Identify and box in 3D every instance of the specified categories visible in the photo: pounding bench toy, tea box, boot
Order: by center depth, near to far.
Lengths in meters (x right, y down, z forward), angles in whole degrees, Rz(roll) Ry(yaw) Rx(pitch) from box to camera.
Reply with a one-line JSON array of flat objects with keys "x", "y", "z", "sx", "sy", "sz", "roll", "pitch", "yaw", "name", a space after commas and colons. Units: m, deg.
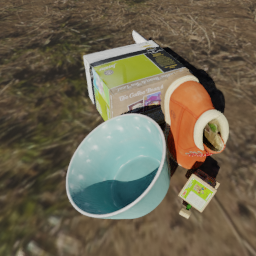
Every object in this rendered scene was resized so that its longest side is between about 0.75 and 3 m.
[{"x": 1.563, "y": 0.304, "z": 6.480, "sx": 1.115, "sy": 2.972, "sz": 1.594, "roll": -27, "pitch": 47, "yaw": -7, "name": "boot"}, {"x": 1.609, "y": 1.593, "z": 6.643, "sx": 0.623, "sy": 1.003, "sz": 0.783, "roll": 34, "pitch": 15, "yaw": 19, "name": "pounding bench toy"}, {"x": 0.235, "y": -1.359, "z": 9.019, "sx": 2.541, "sy": 1.698, "sz": 2.500, "roll": -18, "pitch": 44, "yaw": -17, "name": "tea box"}]

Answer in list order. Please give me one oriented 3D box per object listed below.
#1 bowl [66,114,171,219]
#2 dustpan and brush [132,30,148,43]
[{"x": -0.033, "y": 1.042, "z": 6.492, "sx": 2.530, "sy": 1.323, "sz": 2.530, "roll": -20, "pitch": 47, "yaw": 23, "name": "bowl"}, {"x": 1.079, "y": -2.707, "z": 10.996, "sx": 1.656, "sy": 0.679, "sz": 2.373, "roll": 14, "pitch": 31, "yaw": -53, "name": "dustpan and brush"}]
